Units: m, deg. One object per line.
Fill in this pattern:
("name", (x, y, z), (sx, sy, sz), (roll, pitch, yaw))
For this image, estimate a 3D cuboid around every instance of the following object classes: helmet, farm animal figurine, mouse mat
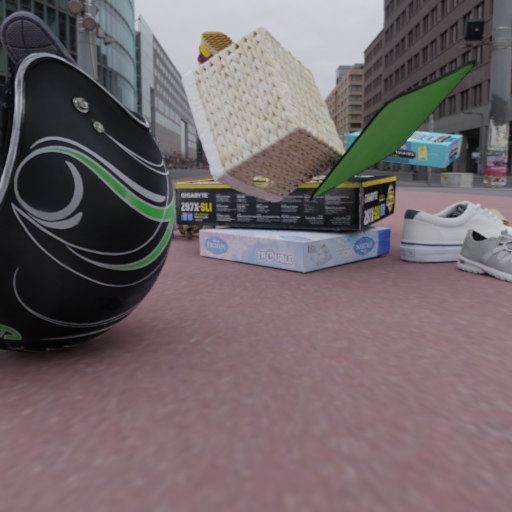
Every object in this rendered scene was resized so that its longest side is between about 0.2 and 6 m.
("helmet", (-1.957, -0.413, 5.181), (2.581, 2.581, 2.460), (4, -13, 26))
("farm animal figurine", (-1.400, -0.744, 13.414), (1.449, 0.756, 1.433), (-15, 4, -43))
("mouse mat", (2.102, -1.935, 8.678), (2.768, 0.104, 2.227), (-30, -14, -38))

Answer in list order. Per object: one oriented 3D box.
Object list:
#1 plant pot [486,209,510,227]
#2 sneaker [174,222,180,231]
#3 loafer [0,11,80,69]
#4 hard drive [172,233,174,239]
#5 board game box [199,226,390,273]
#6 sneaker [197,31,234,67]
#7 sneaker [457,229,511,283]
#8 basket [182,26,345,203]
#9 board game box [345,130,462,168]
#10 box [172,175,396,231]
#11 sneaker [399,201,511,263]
("plant pot", (5.991, -0.779, 13.990), (0.660, 0.660, 0.605), (-1, 21, -8))
("sneaker", (-2.322, -0.883, 13.343), (0.808, 0.711, 1.910), (3, -13, -22))
("loafer", (-3.495, -3.082, 10.517), (1.138, 3.166, 0.997), (-26, 35, 3))
("hard drive", (-2.501, -0.471, 13.191), (0.962, 0.182, 0.672), (3, 10, 12))
("board game box", (0.732, -0.264, 10.597), (2.592, 0.562, 2.579), (9, 13, 44))
("sneaker", (-0.586, -3.926, 12.507), (0.895, 2.388, 1.076), (-14, -30, -26))
("sneaker", (3.849, -0.029, 8.567), (0.674, 0.740, 1.804), (-6, 11, -33))
("basket", (0.151, -2.029, 8.355), (1.490, 1.852, 1.836), (-28, -19, 25))
("board game box", (3.539, -2.620, 13.397), (2.322, 0.545, 1.753), (13, 24, 27))
("box", (0.698, -1.156, 11.397), (3.756, 0.927, 2.999), (3, 9, 25))
("sneaker", (4.052, -0.474, 10.372), (2.968, 1.051, 1.084), (-3, 10, -21))
